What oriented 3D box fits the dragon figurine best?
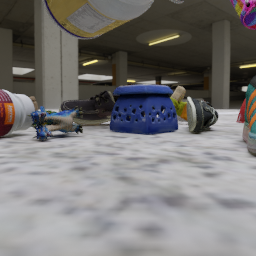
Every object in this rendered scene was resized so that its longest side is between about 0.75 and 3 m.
[{"bbox_3d":[-1.360,-0.128,5.187,0.922,0.546,1.854,-1,6,-18],"label":"dragon figurine"}]

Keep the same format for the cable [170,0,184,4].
[{"bbox_3d":[1.177,-4.073,8.157,1.151,0.398,1.151,26,35,-7],"label":"cable"}]

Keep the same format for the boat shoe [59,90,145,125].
[{"bbox_3d":[-0.629,-0.671,8.223,2.721,0.882,0.979,2,37,-24],"label":"boat shoe"}]

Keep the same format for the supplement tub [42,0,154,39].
[{"bbox_3d":[-0.622,-3.502,6.697,2.167,2.167,2.980,-3,3,-34],"label":"supplement tub"}]

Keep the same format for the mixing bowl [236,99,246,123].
[{"bbox_3d":[4.635,-0.704,9.181,2.019,1.094,2.019,1,5,0],"label":"mixing bowl"}]

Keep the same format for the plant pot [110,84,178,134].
[{"bbox_3d":[0.341,-0.417,6.035,1.110,0.998,1.110,3,6,43],"label":"plant pot"}]

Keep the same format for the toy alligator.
[{"bbox_3d":[-2.072,-0.292,7.926,1.831,0.440,0.607,-5,7,-43],"label":"toy alligator"}]

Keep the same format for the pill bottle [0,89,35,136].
[{"bbox_3d":[-2.446,-0.255,4.829,0.855,0.855,1.560,3,5,29],"label":"pill bottle"}]

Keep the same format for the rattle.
[{"bbox_3d":[1.793,-0.454,9.001,1.369,1.247,1.916,13,-21,9],"label":"rattle"}]

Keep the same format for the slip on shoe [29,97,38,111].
[{"bbox_3d":[-4.344,-0.586,8.980,2.825,0.856,1.074,0,5,-3],"label":"slip on shoe"}]

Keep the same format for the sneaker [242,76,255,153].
[{"bbox_3d":[1.983,-0.294,3.532,1.008,1.128,2.824,1,5,11],"label":"sneaker"}]

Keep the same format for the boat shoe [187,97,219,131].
[{"bbox_3d":[1.685,-0.331,6.356,0.715,0.759,2.114,-3,1,16],"label":"boat shoe"}]

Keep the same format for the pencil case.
[{"bbox_3d":[2.376,-2.806,5.665,0.774,1.752,0.774,-8,-32,-5],"label":"pencil case"}]

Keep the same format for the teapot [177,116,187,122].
[{"bbox_3d":[2.250,-0.626,10.131,1.034,0.765,1.047,-3,6,-34],"label":"teapot"}]
